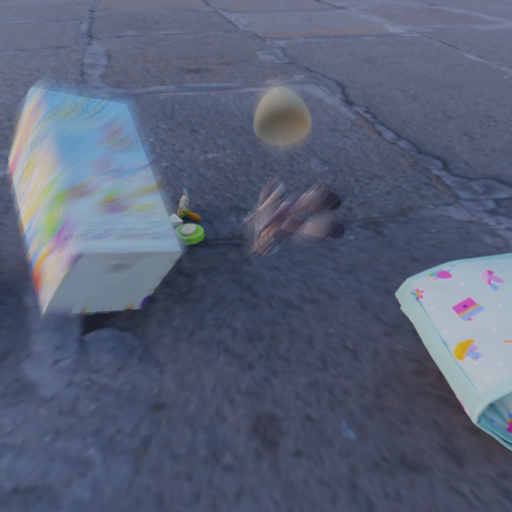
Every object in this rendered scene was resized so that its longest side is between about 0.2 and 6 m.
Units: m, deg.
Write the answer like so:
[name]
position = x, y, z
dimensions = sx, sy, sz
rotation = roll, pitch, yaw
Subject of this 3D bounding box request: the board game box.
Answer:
[board game box]
position = -2.620, -0.844, 8.714
dimensions = 1.622, 1.593, 3.093
rotation = 0, 54, -38

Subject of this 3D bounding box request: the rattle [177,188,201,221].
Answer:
[rattle]
position = -1.324, -1.069, 11.434
dimensions = 0.505, 0.460, 0.707
rotation = 0, 37, 12

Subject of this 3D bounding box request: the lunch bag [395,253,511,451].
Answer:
[lunch bag]
position = 3.424, 1.131, 7.063
dimensions = 2.833, 1.727, 2.413
rotation = 0, 34, -10

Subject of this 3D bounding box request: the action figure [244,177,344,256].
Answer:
[action figure]
position = 0.395, -0.546, 7.647
dimensions = 0.582, 1.092, 1.678
rotation = -2, 1, -42

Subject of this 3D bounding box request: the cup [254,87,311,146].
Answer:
[cup]
position = 0.446, -2.577, 10.001
dimensions = 1.009, 1.009, 0.721
rotation = -1, 54, -2

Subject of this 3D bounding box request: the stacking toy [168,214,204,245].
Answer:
[stacking toy]
position = -1.721, -0.582, 10.601
dimensions = 1.254, 0.585, 1.386
rotation = -29, 44, -35
